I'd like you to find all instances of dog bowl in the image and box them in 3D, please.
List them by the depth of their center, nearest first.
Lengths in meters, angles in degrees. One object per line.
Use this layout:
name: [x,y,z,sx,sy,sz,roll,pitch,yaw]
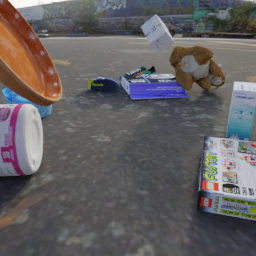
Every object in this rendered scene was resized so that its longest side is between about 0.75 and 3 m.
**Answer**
dog bowl: [-3.834,-1.035,10.748,1.582,0.703,2.838,-12,25,-28]

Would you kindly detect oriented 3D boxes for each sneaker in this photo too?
sneaker: [-1.054,-2.129,13.501,1.818,0.672,0.748,16,25,32]
sneaker: [0.521,-2.935,15.182,2.162,0.864,0.772,-10,24,-22]

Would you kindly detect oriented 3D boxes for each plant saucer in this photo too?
plant saucer: [-2.027,-1.435,4.874,0.393,2.437,2.437,-29,21,8]

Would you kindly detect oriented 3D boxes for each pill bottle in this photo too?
pill bottle: [-3.506,0.293,6.257,2.838,1.609,1.609,-2,22,-3]

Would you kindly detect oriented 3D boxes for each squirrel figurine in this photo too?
squirrel figurine: [3.357,-2.857,13.312,2.532,1.920,2.713,6,27,-40]

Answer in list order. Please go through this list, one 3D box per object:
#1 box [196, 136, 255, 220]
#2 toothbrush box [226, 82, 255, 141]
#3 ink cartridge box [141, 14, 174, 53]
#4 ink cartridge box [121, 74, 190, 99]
box: [2.316,0.951,6.177,1.438,0.454,2.613,6,23,15]
toothbrush box: [3.331,-0.479,8.241,0.662,1.553,1.137,7,22,18]
ink cartridge box: [1.176,-3.718,11.101,0.797,0.783,1.082,24,39,-52]
ink cartridge box: [1.222,-2.027,13.342,2.722,0.596,2.748,-3,23,-11]
